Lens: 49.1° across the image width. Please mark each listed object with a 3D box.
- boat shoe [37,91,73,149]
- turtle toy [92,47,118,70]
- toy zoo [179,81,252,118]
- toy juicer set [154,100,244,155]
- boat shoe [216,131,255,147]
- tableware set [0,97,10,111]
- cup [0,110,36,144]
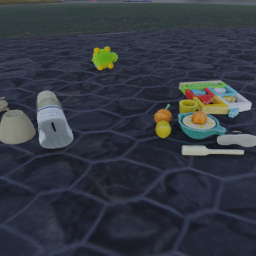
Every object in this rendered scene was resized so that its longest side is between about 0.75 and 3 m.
[{"bbox_3d":[-1.816,-0.108,6.961,0.856,2.379,0.738,-5,70,-15],"label":"boat shoe"},{"bbox_3d":[-1.187,-3.582,14.453,1.521,1.108,0.769,-15,11,-26],"label":"turtle toy"},{"bbox_3d":[3.345,-1.176,10.804,1.899,0.296,2.894,-5,29,-8],"label":"toy zoo"},{"bbox_3d":[1.822,-0.072,8.367,1.854,0.793,2.915,-9,31,-16],"label":"toy juicer set"},{"bbox_3d":[3.185,0.289,8.136,1.179,0.436,0.356,-1,33,14],"label":"boat shoe"},{"bbox_3d":[-4.906,-0.651,9.964,1.238,0.248,0.818,-19,46,-20],"label":"tableware set"},{"bbox_3d":[-3.399,-0.104,8.468,1.051,0.752,1.051,-1,29,0],"label":"cup"}]
